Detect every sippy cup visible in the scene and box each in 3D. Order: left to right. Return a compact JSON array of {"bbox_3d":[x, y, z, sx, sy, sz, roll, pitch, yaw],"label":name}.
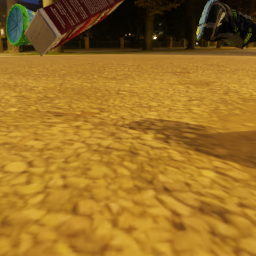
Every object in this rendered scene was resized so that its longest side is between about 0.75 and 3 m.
[{"bbox_3d":[-3.128,-3.238,9.134,1.277,1.627,1.192,-14,-7,43],"label":"sippy cup"}]

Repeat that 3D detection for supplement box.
[{"bbox_3d":[-1.457,-3.141,7.846,2.624,0.799,1.428,-43,16,-29],"label":"supplement box"}]

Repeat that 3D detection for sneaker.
[{"bbox_3d":[2.017,-1.961,5.404,2.040,0.723,0.846,-13,37,-45],"label":"sneaker"}]
